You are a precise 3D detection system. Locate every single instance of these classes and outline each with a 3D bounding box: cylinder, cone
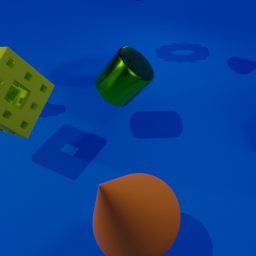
[{"bbox_3d":[-0.096,-1.282,7.120,1.118,1.118,1.118,27,43,-27],"label":"cylinder"},{"bbox_3d":[-0.120,1.138,4.240,1.575,1.580,1.575,-10,56,15],"label":"cone"}]

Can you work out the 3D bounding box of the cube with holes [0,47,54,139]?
[{"bbox_3d":[-2.827,-0.770,6.180,1.382,1.382,1.382,10,69,35],"label":"cube with holes"}]
